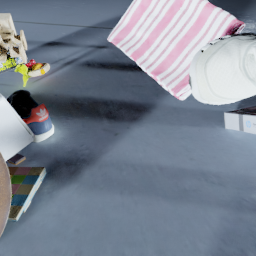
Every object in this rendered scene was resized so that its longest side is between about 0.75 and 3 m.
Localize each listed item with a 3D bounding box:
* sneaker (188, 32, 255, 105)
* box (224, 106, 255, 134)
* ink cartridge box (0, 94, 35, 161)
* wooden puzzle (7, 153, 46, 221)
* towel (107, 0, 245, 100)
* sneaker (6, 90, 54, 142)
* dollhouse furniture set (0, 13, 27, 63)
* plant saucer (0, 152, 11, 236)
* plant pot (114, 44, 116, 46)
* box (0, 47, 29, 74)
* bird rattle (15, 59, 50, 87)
[{"bbox_3d":[1.738,-0.802,3.228,2.208,0.829,0.895,-16,8,-16],"label":"sneaker"},{"bbox_3d":[3.808,-0.229,6.580,1.903,0.503,2.441,-11,11,-15],"label":"box"},{"bbox_3d":[-3.687,0.285,5.423,2.951,1.230,2.143,-40,47,-20],"label":"ink cartridge box"},{"bbox_3d":[-2.552,1.247,5.519,1.463,0.173,2.468,0,28,5],"label":"wooden puzzle"},{"bbox_3d":[0.642,-1.571,4.592,2.000,1.463,0.299,46,17,26],"label":"towel"},{"bbox_3d":[-3.056,-0.568,7.415,2.593,1.096,0.972,17,39,23],"label":"sneaker"},{"bbox_3d":[-4.256,-2.761,9.408,1.679,1.190,1.828,-4,59,-8],"label":"dollhouse furniture set"},{"bbox_3d":[-3.219,1.070,4.116,2.778,2.778,0.445,-5,-8,-7],"label":"plant saucer"},{"bbox_3d":[-0.108,-3.826,12.382,0.995,0.459,0.995,-17,44,17],"label":"plant pot"},{"bbox_3d":[-4.625,-2.338,9.879,1.689,0.467,2.109,-30,33,-22],"label":"box"},{"bbox_3d":[-3.253,-1.990,9.783,1.105,0.764,1.356,-7,24,9],"label":"bird rattle"}]
